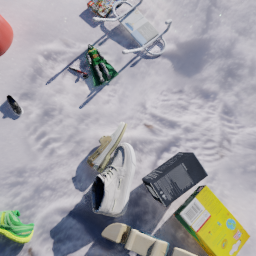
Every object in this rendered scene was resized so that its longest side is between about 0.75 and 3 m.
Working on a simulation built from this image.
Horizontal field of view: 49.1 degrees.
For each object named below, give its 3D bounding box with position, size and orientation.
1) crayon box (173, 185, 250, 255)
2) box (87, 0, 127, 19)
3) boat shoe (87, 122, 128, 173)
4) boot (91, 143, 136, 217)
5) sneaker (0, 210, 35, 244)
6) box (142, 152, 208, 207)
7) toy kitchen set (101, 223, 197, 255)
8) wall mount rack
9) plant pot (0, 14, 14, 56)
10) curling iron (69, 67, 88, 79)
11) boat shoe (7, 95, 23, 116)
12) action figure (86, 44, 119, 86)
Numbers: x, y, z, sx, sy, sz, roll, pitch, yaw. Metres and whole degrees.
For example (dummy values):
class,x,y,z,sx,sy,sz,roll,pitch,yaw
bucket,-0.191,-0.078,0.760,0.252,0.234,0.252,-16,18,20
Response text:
class,x,y,z,sx,sy,sz,roll,pitch,yaw
crayon box,2.635,3.053,8.804,1.358,0.543,2.139,-39,86,-22
box,-0.895,-5.367,11.937,0.986,0.272,1.444,41,77,12
boat shoe,-0.711,0.553,9.769,0.672,0.735,1.966,30,75,3
boot,-0.493,1.577,9.085,0.913,1.187,2.483,-10,67,40
sneaker,-3.935,2.981,9.052,1.997,0.740,0.834,26,67,1
box,1.466,1.592,9.063,1.695,1.258,0.907,-34,92,-10
toy kitchen set,0.468,4.417,8.328,2.882,1.698,2.309,15,72,26
wall mount rack,0.176,-3.978,10.949,2.566,1.101,2.954,-39,81,-14
plant pot,-5.748,-3.953,10.646,2.118,1.874,2.118,0,71,0
curling iron,-1.945,-2.192,10.987,0.906,0.116,0.225,30,75,9
boat shoe,-4.245,-0.874,10.456,0.326,0.309,0.932,-32,75,-10
action figure,-1.199,-2.585,10.959,1.035,0.479,1.753,-26,70,-5
